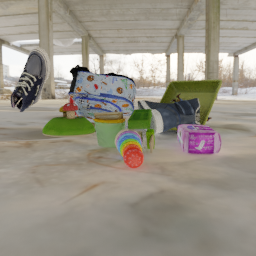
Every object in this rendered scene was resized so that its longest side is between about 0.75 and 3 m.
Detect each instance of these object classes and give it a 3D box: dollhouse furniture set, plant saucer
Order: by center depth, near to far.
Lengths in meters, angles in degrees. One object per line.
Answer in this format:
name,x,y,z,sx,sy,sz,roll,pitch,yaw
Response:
dollhouse furniture set,-0.158,0.144,6.532,1.482,0.971,0.744,-1,24,12
plant saucer,2.282,-0.820,10.828,2.316,2.319,0.555,7,-31,41

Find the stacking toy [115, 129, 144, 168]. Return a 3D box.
stacking toy,0.069,0.419,5.605,0.590,0.590,1.383,-1,11,-6

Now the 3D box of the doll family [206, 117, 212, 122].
doll family,2.616,-0.358,11.274,1.472,0.578,0.851,17,-2,40

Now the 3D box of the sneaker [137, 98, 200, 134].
sneaker,1.478,-0.551,10.135,1.975,1.039,2.733,-13,19,-10

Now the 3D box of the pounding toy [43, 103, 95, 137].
pounding toy,-1.800,-0.351,9.429,1.704,1.025,2.208,5,9,34

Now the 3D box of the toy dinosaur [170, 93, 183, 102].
toy dinosaur,2.168,-0.796,10.729,0.621,1.073,1.182,-42,-15,28

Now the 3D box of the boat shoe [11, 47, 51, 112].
boat shoe,-3.162,-1.464,8.991,0.814,2.179,1.011,26,38,2

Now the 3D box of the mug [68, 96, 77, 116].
mug,-1.721,-1.319,14.959,2.404,1.604,2.134,-9,9,-33

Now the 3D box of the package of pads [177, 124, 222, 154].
package of pads,1.686,0.241,6.816,0.856,0.537,1.420,1,8,5

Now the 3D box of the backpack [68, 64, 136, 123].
backpack,-0.912,-1.192,11.007,2.453,1.984,2.575,-1,-11,6
